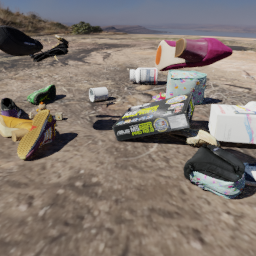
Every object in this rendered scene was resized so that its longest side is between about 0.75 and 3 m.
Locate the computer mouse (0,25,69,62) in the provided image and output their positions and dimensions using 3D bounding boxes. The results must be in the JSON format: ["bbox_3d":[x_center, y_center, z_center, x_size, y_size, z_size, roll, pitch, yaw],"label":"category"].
[{"bbox_3d":[-3.199,-2.789,9.588,1.882,0.617,2.680,-12,-9,17],"label":"computer mouse"}]

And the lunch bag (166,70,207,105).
[{"bbox_3d":[3.018,-2.052,14.430,1.958,1.668,1.194,0,31,-1],"label":"lunch bag"}]

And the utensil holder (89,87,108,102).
[{"bbox_3d":[-1.581,-1.825,15.146,0.849,0.721,0.721,-9,25,-26],"label":"utensil holder"}]

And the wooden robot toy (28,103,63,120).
[{"bbox_3d":[-3.805,-0.744,12.628,1.679,0.762,0.740,6,24,13],"label":"wooden robot toy"}]

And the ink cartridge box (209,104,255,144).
[{"bbox_3d":[4.473,-0.150,10.622,2.526,1.105,1.836,3,17,9],"label":"ink cartridge box"}]

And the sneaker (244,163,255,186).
[{"bbox_3d":[4.019,1.178,8.038,2.303,0.973,0.863,13,27,27],"label":"sneaker"}]

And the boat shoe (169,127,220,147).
[{"bbox_3d":[2.421,0.393,10.342,1.919,0.692,0.623,26,70,32],"label":"boat shoe"}]

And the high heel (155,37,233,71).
[{"bbox_3d":[1.348,-1.618,6.424,1.079,0.757,2.244,6,11,-12],"label":"high heel"}]

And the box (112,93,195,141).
[{"bbox_3d":[1.088,-0.468,11.085,2.887,0.639,2.313,-11,20,23],"label":"box"}]

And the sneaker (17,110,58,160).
[{"bbox_3d":[-3.125,0.378,10.124,0.816,0.981,2.176,-6,46,27],"label":"sneaker"}]

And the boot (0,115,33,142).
[{"bbox_3d":[-4.196,-0.075,11.314,1.567,0.770,2.188,-16,32,-43],"label":"boot"}]

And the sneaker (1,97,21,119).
[{"bbox_3d":[-5.402,-0.993,12.843,0.892,1.032,2.357,-10,26,-22],"label":"sneaker"}]

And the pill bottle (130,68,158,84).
[{"bbox_3d":[1.037,-3.392,18.234,1.767,1.057,1.057,2,24,4],"label":"pill bottle"}]

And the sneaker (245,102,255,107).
[{"bbox_3d":[6.054,-0.610,12.528,0.845,0.742,2.109,-23,26,-27],"label":"sneaker"}]

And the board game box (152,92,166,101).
[{"bbox_3d":[2.262,-1.828,15.571,1.829,0.356,1.445,-20,31,-38],"label":"board game box"}]

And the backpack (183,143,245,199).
[{"bbox_3d":[2.495,1.242,7.839,1.537,0.973,1.282,21,53,38],"label":"backpack"}]

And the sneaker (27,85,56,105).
[{"bbox_3d":[-4.617,-1.881,15.157,0.863,0.790,2.025,10,26,22],"label":"sneaker"}]

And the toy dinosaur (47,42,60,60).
[{"bbox_3d":[-3.279,-3.411,12.431,0.579,0.333,1.145,-17,53,27],"label":"toy dinosaur"}]
